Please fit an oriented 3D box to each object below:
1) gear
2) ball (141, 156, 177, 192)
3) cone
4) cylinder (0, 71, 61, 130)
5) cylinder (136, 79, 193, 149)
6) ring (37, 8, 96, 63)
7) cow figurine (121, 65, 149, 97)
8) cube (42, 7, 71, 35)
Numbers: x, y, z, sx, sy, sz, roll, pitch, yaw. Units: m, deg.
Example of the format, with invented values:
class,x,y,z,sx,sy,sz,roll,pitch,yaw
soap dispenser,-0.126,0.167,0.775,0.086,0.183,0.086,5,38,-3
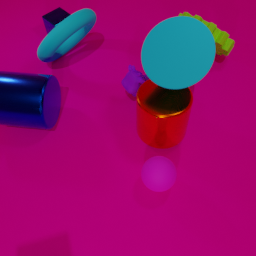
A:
class,x,y,z,sx,sy,sz,roll,pitch,yaw
gear,2.188,-2.696,8.102,1.782,1.782,0.330,35,101,20
ball,0.678,1.005,6.157,0.779,0.779,0.779,0,57,0
cone,1.220,-1.487,6.392,1.507,1.513,1.507,-1,86,18
cylinder,-2.520,-0.688,6.958,1.350,1.350,1.350,5,57,4
cylinder,0.837,-0.357,6.745,1.275,1.275,1.275,-1,53,1
ring,-1.724,-2.598,7.953,2.042,2.042,0.408,-45,102,-25
cow figurine,0.439,-1.189,7.295,1.282,1.261,0.704,-27,63,-21
cube,-2.201,-3.305,9.032,0.714,0.714,0.714,-39,64,-22
